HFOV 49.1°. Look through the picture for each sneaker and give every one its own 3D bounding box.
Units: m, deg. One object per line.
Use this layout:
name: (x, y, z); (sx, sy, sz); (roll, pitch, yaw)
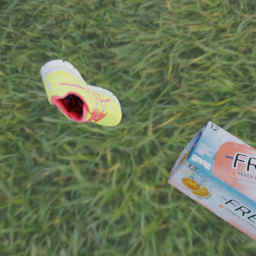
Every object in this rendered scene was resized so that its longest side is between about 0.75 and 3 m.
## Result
sneaker: (-0.937, -0.441, 6.052); (0.889, 2.275, 1.027); (-33, 50, 24)

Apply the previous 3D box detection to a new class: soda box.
soda box: (1.873, 1.002, 3.930); (2.503, 0.856, 0.796); (33, 56, 6)
